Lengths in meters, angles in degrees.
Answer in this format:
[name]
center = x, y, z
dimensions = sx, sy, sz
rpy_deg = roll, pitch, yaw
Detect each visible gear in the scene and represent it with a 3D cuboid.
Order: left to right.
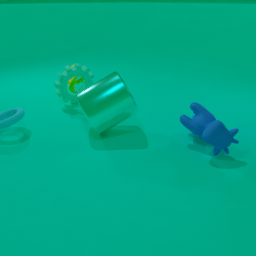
[gear]
center = -1.839, -1.523, 9.730
dimensions = 1.415, 1.415, 0.262
rpy_deg = -16, 43, -30

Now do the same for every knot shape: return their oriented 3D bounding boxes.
[knot shape]
center = -1.956, -1.868, 10.273
dimensions = 0.484, 0.981, 1.048
rpy_deg = 20, 38, -43

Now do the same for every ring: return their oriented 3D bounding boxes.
[ring]
center = -3.438, -0.252, 7.886
dimensions = 1.104, 0.221, 1.104
rpy_deg = -15, 26, 8

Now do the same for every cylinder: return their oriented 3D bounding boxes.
[cylinder]
center = -0.571, -0.689, 7.782
dimensions = 1.308, 1.308, 1.308
rpy_deg = -30, 31, -1

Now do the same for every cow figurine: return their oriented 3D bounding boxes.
[cow figurine]
center = 2.090, 0.029, 7.192
dimensions = 1.532, 0.855, 1.557
rpy_deg = 42, 10, 19
